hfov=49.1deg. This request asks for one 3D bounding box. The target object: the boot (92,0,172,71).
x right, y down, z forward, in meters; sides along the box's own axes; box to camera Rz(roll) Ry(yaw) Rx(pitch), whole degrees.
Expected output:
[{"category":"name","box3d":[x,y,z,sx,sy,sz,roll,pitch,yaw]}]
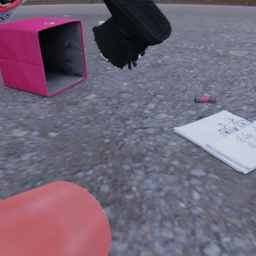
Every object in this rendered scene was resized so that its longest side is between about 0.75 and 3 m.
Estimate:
[{"category":"boot","box3d":[-0.303,-2.787,7.159,0.967,2.614,2.142,-53,20,-24]}]

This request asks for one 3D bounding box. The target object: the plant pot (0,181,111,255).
[{"category":"plant pot","box3d":[-1.299,1.730,3.728,2.045,2.045,1.810,16,24,26]}]

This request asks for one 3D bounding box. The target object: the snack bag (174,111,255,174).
[{"category":"snack bag","box3d":[3.052,0.180,8.043,2.461,0.279,2.610,-19,34,-29]}]

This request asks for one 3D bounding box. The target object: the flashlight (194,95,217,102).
[{"category":"flashlight","box3d":[2.855,-1.061,10.298,0.780,0.264,0.265,-2,31,-5]}]

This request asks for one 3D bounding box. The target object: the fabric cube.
[{"category":"fabric cube","box3d":[-3.530,-3.053,11.516,2.555,2.563,2.514,16,34,27]}]

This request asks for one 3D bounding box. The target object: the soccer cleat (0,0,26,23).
[{"category":"soccer cleat","box3d":[-3.294,-3.349,7.205,2.879,0.982,1.054,-13,44,37]}]

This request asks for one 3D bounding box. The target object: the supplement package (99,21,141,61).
[{"category":"supplement package","box3d":[-0.411,-4.812,15.345,1.976,1.890,1.453,-13,31,-21]}]
